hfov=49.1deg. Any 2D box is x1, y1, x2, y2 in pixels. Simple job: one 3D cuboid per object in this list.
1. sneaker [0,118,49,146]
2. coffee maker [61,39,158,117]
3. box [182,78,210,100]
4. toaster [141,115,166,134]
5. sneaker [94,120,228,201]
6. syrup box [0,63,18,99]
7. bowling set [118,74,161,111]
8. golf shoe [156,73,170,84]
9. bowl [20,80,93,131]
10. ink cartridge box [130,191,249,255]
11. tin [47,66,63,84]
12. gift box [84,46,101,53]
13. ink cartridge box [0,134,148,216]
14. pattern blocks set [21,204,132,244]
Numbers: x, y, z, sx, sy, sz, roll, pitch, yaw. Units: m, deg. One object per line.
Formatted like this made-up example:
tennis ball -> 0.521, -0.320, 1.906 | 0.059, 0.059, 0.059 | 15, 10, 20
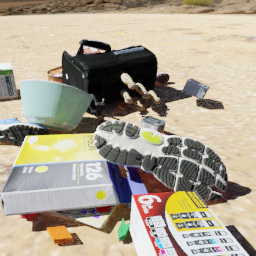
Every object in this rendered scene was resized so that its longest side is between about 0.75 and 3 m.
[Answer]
sneaker -> -2.904, 0.013, 7.368 | 1.775, 0.697, 0.791 | 4, 30, 9
coffee maker -> -0.464, -1.650, 9.764 | 2.930, 1.973, 2.814 | -17, 65, -29
box -> 2.320, -1.338, 9.532 | 0.743, 0.425, 0.816 | 30, 22, 12
toaster -> 0.643, -0.007, 7.608 | 0.775, 0.501, 0.441 | 20, 32, 33
sneaker -> 0.670, 0.538, 5.664 | 2.758, 1.062, 1.171 | 25, -2, 4
syrup box -> -5.550, -1.607, 10.139 | 2.744, 1.080, 1.117 | -11, 29, -21
bowling set -> 0.241, -0.902, 9.093 | 1.605, 1.117, 0.861 | 23, 20, -34
golf shoe -> 1.123, -2.104, 11.800 | 1.349, 0.490, 0.621 | -12, 29, -22
bowl -> -1.995, -0.512, 7.543 | 1.945, 1.017, 1.945 | 8, -9, 1
ink cartridge box -> 0.879, 1.530, 3.695 | 1.412, 0.674, 1.609 | -1, 19, -13
tin -> -2.253, -2.435, 12.403 | 1.657, 0.620, 2.959 | 10, 28, 27
gift box -> -1.908, -3.585, 14.163 | 0.971, 0.983, 1.052 | -12, 45, -20
ink cartridge box -> -0.997, 0.746, 5.703 | 2.460, 0.578, 2.431 | -5, 20, -9
pattern blocks set -> -0.810, 1.394, 5.178 | 2.152, 0.174, 1.892 | 16, 31, 29
